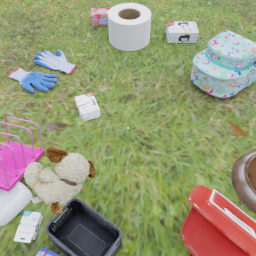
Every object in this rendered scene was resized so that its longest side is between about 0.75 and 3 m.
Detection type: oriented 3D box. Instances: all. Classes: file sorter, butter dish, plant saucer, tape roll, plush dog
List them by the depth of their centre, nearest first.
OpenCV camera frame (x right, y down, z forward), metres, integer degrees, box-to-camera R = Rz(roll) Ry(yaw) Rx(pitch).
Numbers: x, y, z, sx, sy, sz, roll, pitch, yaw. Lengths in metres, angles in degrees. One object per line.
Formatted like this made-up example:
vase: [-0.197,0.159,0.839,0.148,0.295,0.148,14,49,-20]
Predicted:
plush dog: [-1.338,1.038,5.927,1.384,1.189,1.110,28,11,-31]
butter dish: [2.159,2.770,6.836,2.379,2.372,1.758,39,101,17]
file sorter: [-3.711,0.661,8.539,1.377,1.242,1.981,12,32,10]
plant saucer: [4.554,1.644,8.616,2.583,0.414,2.583,0,51,0]
tape roll: [0.071,-4.872,13.508,2.050,1.407,2.050,0,49,0]

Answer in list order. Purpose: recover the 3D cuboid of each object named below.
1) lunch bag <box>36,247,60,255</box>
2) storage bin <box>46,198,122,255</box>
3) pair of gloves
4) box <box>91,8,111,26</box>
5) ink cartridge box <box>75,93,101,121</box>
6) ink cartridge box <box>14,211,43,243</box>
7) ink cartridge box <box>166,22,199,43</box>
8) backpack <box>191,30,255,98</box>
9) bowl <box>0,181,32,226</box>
lunch bag: [-1.750,3.945,6.397,2.329,1.095,1.753,13,51,27]
storage bin: [-1.122,2.834,7.324,1.734,0.813,1.172,28,55,23]
pair of gloves: [-3.647,-2.573,12.271,2.264,0.321,2.816,24,54,19]
box: [-1.250,-5.883,14.850,1.423,0.679,0.709,-4,50,-3]
ink cartridge box: [-1.539,-0.811,10.686,0.734,0.427,1.008,-16,53,-13]
ink cartridge box: [-2.740,2.761,7.724,0.486,0.280,0.839,6,50,5]
ink cartridge box: [2.683,-4.776,13.953,1.463,0.606,1.066,0,49,0]
backpack: [3.903,-2.518,11.261,2.617,1.971,2.324,-36,57,-20]
bowl: [-3.673,2.019,8.239,1.299,0.485,1.298,28,54,24]
